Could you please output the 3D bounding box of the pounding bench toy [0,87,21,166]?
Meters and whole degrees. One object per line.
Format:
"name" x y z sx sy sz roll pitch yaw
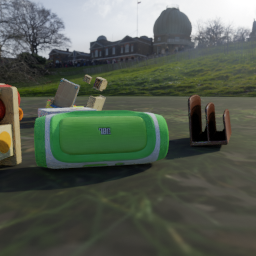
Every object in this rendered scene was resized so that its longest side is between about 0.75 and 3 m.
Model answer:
"pounding bench toy" -3.275 0.027 4.714 2.330 1.447 1.817 2 8 11

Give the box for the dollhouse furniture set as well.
"dollhouse furniture set" -2.377 -1.760 13.793 2.287 2.159 1.492 23 12 8

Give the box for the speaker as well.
"speaker" -0.470 0.205 5.099 2.278 1.007 1.007 -2 8 -12

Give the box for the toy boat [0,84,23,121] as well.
"toy boat" -5.178 -0.831 11.652 1.707 1.705 2.612 30 8 -4

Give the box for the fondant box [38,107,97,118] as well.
"fondant box" -2.490 -0.507 11.529 2.055 0.598 1.482 -6 10 -29

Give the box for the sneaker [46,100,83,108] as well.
"sneaker" -3.198 -1.088 14.390 2.097 0.947 0.819 -4 9 -30

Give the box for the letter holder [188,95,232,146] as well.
"letter holder" 2.193 -0.301 7.413 0.882 1.246 1.753 -4 6 23
